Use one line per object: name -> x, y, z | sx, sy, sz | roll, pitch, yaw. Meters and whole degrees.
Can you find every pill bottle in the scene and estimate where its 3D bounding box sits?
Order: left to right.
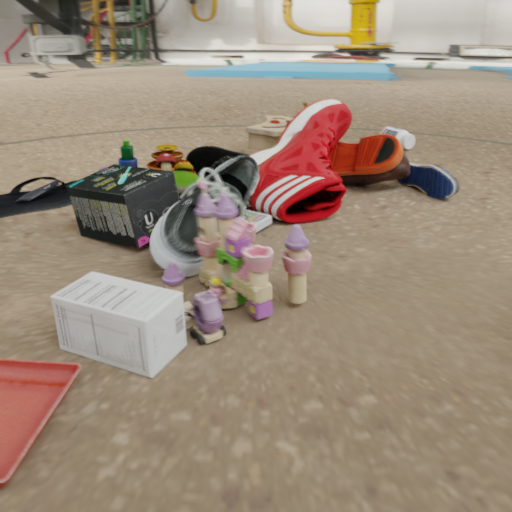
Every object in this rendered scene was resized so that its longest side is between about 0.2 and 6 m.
pill bottle -> 3.923, -3.242, 15.527 | 0.544, 0.544, 0.910 | -14, 28, -28

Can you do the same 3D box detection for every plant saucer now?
plant saucer -> -2.601, 1.489, 5.058 | 1.579, 0.290, 1.582 | 2, 25, 5

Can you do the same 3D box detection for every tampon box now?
tampon box -> -2.164, -0.854, 9.314 | 1.486, 0.938, 1.113 | 12, 33, 35

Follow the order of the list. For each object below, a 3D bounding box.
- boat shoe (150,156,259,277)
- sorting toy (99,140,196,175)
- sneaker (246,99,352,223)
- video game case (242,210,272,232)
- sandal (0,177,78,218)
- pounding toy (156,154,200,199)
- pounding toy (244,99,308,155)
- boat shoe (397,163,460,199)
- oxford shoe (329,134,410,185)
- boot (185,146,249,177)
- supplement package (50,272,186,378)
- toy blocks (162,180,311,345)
boat shoe -> -0.638, -0.761, 8.708 | 1.059, 0.980, 2.869 | 38, 37, 2
sorting toy -> -2.469, -1.840, 11.758 | 2.413, 0.991, 1.450 | -18, 30, -35
sneaker -> 1.252, -1.700, 10.865 | 1.995, 1.353, 3.453 | 30, 62, 32
video game case -> -0.847, -0.606, 9.868 | 1.854, 0.167, 1.327 | 16, 33, 33
sandal -> -4.405, -1.177, 10.853 | 2.358, 0.505, 0.897 | -21, 31, -39
pounding toy -> -1.375, -1.563, 10.842 | 1.630, 0.756, 1.258 | -3, -3, 1
pounding toy -> 0.637, -3.621, 15.253 | 1.437, 1.441, 2.513 | 22, 32, 33
boat shoe -> 3.733, -1.669, 11.820 | 0.646, 0.645, 1.785 | -8, 25, -21
oxford shoe -> 1.912, -1.928, 12.348 | 2.968, 1.057, 1.077 | 7, -19, 39
boot -> -0.854, -1.927, 12.331 | 1.831, 0.689, 1.369 | 6, 25, 12
supplement package -> -1.517, 0.726, 6.231 | 1.285, 0.731, 0.704 | 12, 27, 24
toy blocks -> -0.373, -0.075, 7.028 | 1.704, 1.434, 1.592 | -20, 31, -30
